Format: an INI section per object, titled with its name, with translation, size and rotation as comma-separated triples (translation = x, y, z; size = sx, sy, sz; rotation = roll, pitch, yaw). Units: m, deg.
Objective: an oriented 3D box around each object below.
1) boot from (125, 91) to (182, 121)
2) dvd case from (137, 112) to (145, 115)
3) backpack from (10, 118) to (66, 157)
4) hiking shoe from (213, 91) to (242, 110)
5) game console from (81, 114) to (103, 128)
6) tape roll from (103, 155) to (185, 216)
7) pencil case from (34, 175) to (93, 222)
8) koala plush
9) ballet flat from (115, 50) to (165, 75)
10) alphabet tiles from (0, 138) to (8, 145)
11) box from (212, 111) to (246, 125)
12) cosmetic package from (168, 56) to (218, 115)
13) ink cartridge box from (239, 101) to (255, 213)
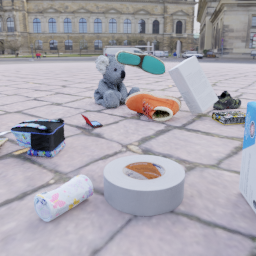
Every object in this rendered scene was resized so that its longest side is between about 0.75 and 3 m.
[boot]
translation = 0.948, -0.943, 12.610
size = 2.636, 0.989, 1.413
rotation = 6, 32, 23
[dvd case]
translation = 1.135, -0.740, 13.451
size = 1.200, 0.105, 0.856
rotation = 14, 22, 38
[backpack]
translation = -2.790, 0.263, 8.643
size = 1.447, 0.973, 1.321
rotation = 3, 17, 6
[hiking shoe]
translation = 5.192, -1.466, 14.430
size = 1.831, 0.922, 0.693
rotation = -9, 19, -28
[game console]
translation = -1.477, -0.328, 11.472
size = 0.685, 0.472, 0.795
rotation = -9, 20, -27
[tape roll]
translation = 0.349, 1.198, 6.238
size = 1.790, 0.591, 1.790
rotation = 1, 17, 0
[pencil case]
translation = -1.285, 1.392, 5.705
size = 0.563, 0.516, 1.242
rotation = 35, 32, 26
[koala plush]
translation = -0.832, -2.657, 15.343
size = 2.359, 2.660, 2.445
rotation = -15, 22, -38
[ballet flat]
translation = 0.494, -2.545, 10.623
size = 1.990, 0.671, 0.621
rotation = 17, 19, -10
[alphabet tiles]
translation = -4.972, 0.533, 8.870
size = 1.932, 0.073, 1.615
rotation = -4, 8, -12
[box]
translation = 4.504, -0.450, 12.121
size = 1.370, 0.338, 1.094
rotation = -4, 19, -12
[cosmetic package]
translation = 3.021, -1.953, 12.957
size = 1.201, 2.368, 0.844
rotation = -35, 11, -23
[ink cartridge box]
translation = 3.023, 0.854, 4.687
size = 1.228, 2.127, 2.932
rotation = 0, 17, 2
